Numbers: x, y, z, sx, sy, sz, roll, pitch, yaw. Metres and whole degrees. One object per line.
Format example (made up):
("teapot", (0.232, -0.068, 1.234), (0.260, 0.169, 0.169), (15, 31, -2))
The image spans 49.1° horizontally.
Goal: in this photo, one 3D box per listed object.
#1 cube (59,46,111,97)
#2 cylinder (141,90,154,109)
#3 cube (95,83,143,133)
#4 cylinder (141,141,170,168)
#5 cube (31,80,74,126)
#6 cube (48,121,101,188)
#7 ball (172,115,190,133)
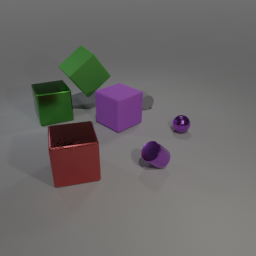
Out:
("cube", (-1.910, -2.500, 12.343), (1.400, 1.400, 1.400), (-44, 44, -2))
("cylinder", (0.749, -1.319, 13.110), (0.700, 0.700, 0.700), (-11, 31, -19))
("cube", (-0.370, -0.874, 11.564), (1.400, 1.400, 1.400), (26, 38, 38))
("cylinder", (0.892, 0.859, 8.955), (0.700, 0.700, 0.700), (-19, 55, 30))
("cube", (-3.236, -1.107, 12.014), (1.400, 1.400, 1.400), (-13, 32, -21))
("cube", (-1.667, 0.769, 8.659), (1.400, 1.400, 1.400), (-7, 30, -13))
("ball", (2.109, -0.166, 11.053), (0.700, 0.700, 0.700), (0, 29, 0))
